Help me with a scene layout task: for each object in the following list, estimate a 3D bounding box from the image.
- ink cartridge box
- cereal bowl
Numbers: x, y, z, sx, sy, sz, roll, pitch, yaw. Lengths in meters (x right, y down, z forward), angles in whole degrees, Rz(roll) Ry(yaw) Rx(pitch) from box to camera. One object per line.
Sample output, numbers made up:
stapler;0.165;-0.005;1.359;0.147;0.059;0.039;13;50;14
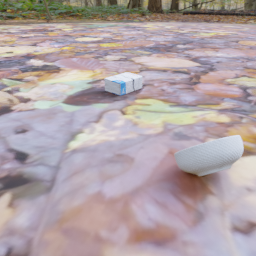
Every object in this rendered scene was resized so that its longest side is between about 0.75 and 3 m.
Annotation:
ink cartridge box;-0.182;-1.951;12.240;1.006;0.586;1.391;24;36;39
cereal bowl;1.823;0.675;6.183;1.513;0.630;1.513;-15;-12;-3
